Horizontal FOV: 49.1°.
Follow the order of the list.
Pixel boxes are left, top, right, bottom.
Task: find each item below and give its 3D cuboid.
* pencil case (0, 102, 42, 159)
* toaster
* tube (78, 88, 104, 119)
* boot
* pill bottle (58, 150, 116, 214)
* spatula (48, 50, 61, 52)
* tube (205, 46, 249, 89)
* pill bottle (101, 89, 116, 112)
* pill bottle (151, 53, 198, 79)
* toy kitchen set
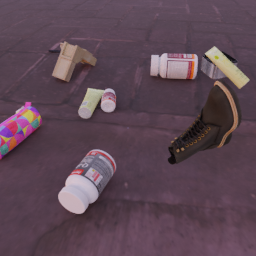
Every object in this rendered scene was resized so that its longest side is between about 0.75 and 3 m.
[{"bbox_3d":[-4.252,0.074,10.303,1.070,1.070,2.422,13,40,17],"label":"pencil case"},{"bbox_3d":[4.759,-3.365,14.906,1.569,0.931,1.419,-13,39,-16],"label":"toaster"},{"bbox_3d":[-1.620,-1.215,12.452,0.575,0.643,2.215,-36,23,28],"label":"tube"},{"bbox_3d":[1.612,0.058,6.399,1.570,2.270,0.879,-25,52,-5],"label":"boot"},{"bbox_3d":[-1.179,1.555,8.287,1.046,1.046,1.806,15,39,19],"label":"pill bottle"},{"bbox_3d":[-4.063,-4.842,17.472,1.821,0.187,0.515,-6,40,-6],"label":"spatula"},{"bbox_3d":[3.534,-2.175,9.991,1.767,0.459,0.513,48,17,8],"label":"tube"},{"bbox_3d":[-0.848,-1.238,12.346,0.623,0.623,1.137,0,37,0],"label":"pill bottle"},{"bbox_3d":[2.334,-3.177,14.388,2.287,1.253,1.253,3,37,5],"label":"pill bottle"},{"bbox_3d":[-3.176,-3.469,15.194,1.727,1.910,2.117,22,3,22],"label":"toy kitchen set"}]
